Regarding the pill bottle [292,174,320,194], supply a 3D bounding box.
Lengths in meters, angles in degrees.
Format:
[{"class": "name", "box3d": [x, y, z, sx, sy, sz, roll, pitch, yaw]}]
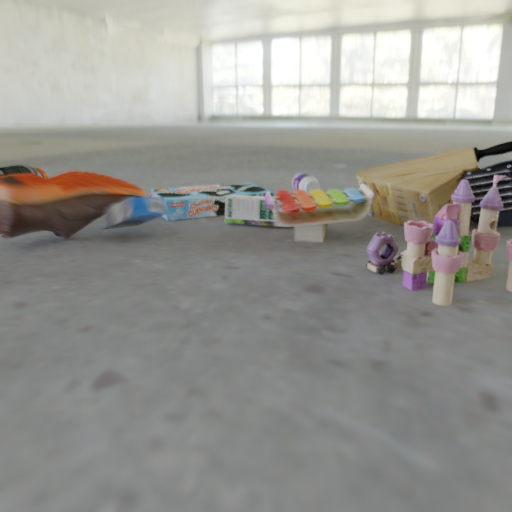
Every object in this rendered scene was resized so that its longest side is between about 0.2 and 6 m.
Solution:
[{"class": "pill bottle", "box3d": [1.383, -1.934, 15.368, 0.548, 0.548, 0.983, -4, 16, -14]}]

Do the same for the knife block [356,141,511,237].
[{"class": "knife block", "box3d": [4.178, -1.632, 11.893, 2.851, 1.039, 3.248, -30, 27, -19]}]

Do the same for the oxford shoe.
[{"class": "oxford shoe", "box3d": [-3.622, -0.991, 11.097, 1.134, 1.159, 3.179, 26, 23, 37]}]

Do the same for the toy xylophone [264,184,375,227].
[{"class": "toy xylophone", "box3d": [1.152, -1.033, 10.807, 2.063, 0.518, 1.511, -9, 23, -12]}]

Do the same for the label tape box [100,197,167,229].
[{"class": "label tape box", "box3d": [-2.444, -0.829, 10.951, 1.161, 0.384, 0.832, -13, -3, 41]}]

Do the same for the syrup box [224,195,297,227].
[{"class": "syrup box", "box3d": [0.111, -0.971, 12.001, 1.473, 0.580, 0.600, 5, 10, 17]}]

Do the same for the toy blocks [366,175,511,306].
[{"class": "toy blocks", "box3d": [2.867, -0.379, 8.358, 1.765, 1.590, 1.889, -7, 18, -21]}]

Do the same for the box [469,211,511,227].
[{"class": "box", "box3d": [5.297, -1.074, 12.273, 1.075, 0.666, 1.057, -3, 15, -5]}]

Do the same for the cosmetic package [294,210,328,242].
[{"class": "cosmetic package", "box3d": [1.114, -0.608, 11.184, 0.598, 0.404, 1.137, 3, 17, 12]}]

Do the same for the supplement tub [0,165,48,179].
[{"class": "supplement tub", "box3d": [-5.865, -1.604, 13.380, 1.061, 1.061, 1.732, 8, 18, 25]}]

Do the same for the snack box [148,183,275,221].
[{"class": "snack box", "box3d": [-1.091, -1.345, 13.487, 2.687, 0.498, 1.561, -8, 18, -24]}]
